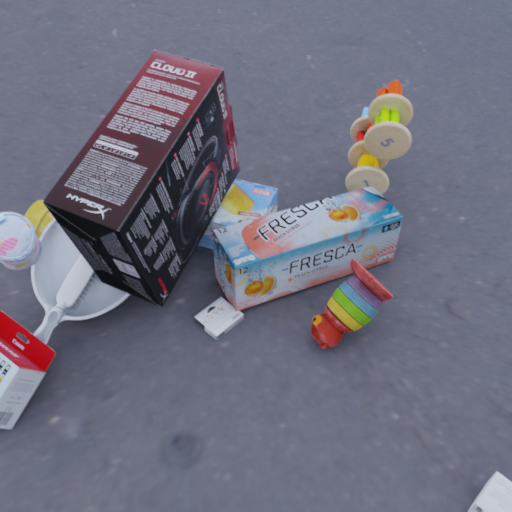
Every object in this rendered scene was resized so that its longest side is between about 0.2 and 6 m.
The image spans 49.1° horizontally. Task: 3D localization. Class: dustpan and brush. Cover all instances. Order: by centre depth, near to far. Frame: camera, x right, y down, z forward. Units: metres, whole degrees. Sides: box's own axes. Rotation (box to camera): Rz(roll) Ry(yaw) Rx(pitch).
[{"bbox_3d":[-3.484,0.778,10.320,2.049,0.840,2.935,29,70,-9],"label":"dustpan and brush"}]

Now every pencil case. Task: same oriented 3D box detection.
[{"bbox_3d":[-3.507,-0.197,8.149,0.654,1.574,0.714,-19,91,-19],"label":"pencil case"}]

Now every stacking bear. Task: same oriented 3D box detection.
[{"bbox_3d":[1.603,0.984,10.043,1.551,0.882,0.942,-47,27,8],"label":"stacking bear"}]

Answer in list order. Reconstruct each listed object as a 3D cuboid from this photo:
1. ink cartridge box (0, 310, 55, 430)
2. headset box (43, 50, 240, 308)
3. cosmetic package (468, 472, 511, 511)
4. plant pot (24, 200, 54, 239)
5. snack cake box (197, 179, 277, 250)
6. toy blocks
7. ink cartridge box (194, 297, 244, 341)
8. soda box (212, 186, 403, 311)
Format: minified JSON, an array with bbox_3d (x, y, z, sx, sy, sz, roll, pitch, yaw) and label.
[{"bbox_3d":[-4.368,1.783,9.224,1.636,0.686,1.437,27,83,25],"label":"ink cartridge box"},{"bbox_3d":[-1.663,-1.469,10.139,1.454,2.882,3.877,21,66,15],"label":"headset box"},{"bbox_3d":[3.450,3.593,8.018,0.539,0.539,0.653,35,56,28],"label":"cosmetic package"},{"bbox_3d":[-4.225,-0.496,11.693,1.000,1.063,1.063,22,48,-1],"label":"plant pot"},{"bbox_3d":[-0.964,-0.975,12.180,2.564,0.862,1.475,14,48,13],"label":"snack cake box"},{"bbox_3d":[2.670,-2.840,12.163,0.931,2.137,2.564,14,52,-3],"label":"toy blocks"},{"bbox_3d":[-0.704,1.181,10.606,0.625,0.157,0.720,35,55,30],"label":"ink cartridge box"},{"bbox_3d":[1.004,-0.203,11.109,3.651,1.249,1.161,-17,46,-18],"label":"soda box"}]
